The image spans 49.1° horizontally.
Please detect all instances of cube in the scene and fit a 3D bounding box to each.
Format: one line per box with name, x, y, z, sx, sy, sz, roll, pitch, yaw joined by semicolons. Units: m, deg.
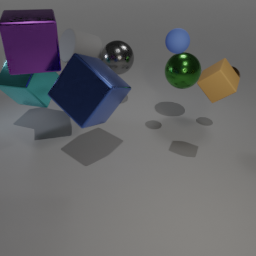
cube;-3.588;-1.723;10.165;1.400;1.400;1.400;8;68;21
cube;-2.709;-2.464;7.922;1.400;1.400;1.400;-7;36;-14
cube;2.303;-1.198;7.114;0.700;0.700;0.700;-28;20;43
cube;-1.028;-1.021;7.763;1.400;1.400;1.400;43;20;11

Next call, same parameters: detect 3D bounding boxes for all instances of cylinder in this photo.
cylinder;-2.041;-3.414;12.085;1.400;1.400;1.400;2;22;-43

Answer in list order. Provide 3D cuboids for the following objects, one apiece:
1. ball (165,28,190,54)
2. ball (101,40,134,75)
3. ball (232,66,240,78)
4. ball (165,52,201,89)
ball;1.416;-2.484;8.004;0.700;0.700;0.700;0;30;0
ball;-0.441;-2.951;11.771;1.400;1.400;1.400;0;30;0
ball;3.464;-1.764;9.582;0.700;0.700;0.700;0;30;0
ball;2.126;-2.221;10.876;1.400;1.400;1.400;0;30;0
